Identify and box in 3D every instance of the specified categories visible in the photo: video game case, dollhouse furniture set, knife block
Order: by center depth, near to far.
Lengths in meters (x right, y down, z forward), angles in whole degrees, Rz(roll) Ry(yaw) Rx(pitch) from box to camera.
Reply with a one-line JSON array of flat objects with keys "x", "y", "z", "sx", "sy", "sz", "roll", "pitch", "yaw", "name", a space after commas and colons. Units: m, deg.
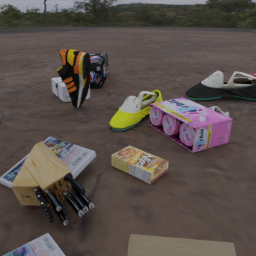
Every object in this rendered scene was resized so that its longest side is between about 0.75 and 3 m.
[{"x": 0.363, "y": 2.211, "z": 2.124, "sx": 1.918, "sy": 1.454, "sz": 2.188, "roll": 3, "pitch": 46, "yaw": 7, "name": "dollhouse furniture set"}, {"x": -1.252, "y": 1.914, "z": 3.658, "sx": 0.930, "sy": 0.121, "sz": 1.022, "roll": -19, "pitch": 31, "yaw": -35, "name": "video game case"}, {"x": -1.194, "y": 0.900, "z": 4.919, "sx": 1.398, "sy": 0.509, "sz": 1.592, "roll": -3, "pitch": 36, "yaw": 10, "name": "knife block"}, {"x": -1.619, "y": 0.805, "z": 5.745, "sx": 1.351, "sy": 0.170, "sz": 1.483, "roll": 14, "pitch": 42, "yaw": 29, "name": "video game case"}]

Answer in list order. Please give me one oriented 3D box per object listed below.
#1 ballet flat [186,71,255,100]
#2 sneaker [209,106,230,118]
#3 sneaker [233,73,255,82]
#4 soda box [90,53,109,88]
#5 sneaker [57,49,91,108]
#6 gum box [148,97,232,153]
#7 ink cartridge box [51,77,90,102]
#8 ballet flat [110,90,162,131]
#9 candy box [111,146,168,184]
[{"x": 3.689, "y": -1.618, "z": 10.508, "sx": 2.998, "sy": 1.026, "sz": 1.019, "roll": 0, "pitch": 25, "yaw": 1, "name": "ballet flat"}, {"x": 2.365, "y": -0.386, "z": 8.131, "sx": 0.523, "sy": 0.696, "sz": 1.396, "roll": -27, "pitch": 33, "yaw": -32, "name": "sneaker"}, {"x": 4.869, "y": -1.864, "z": 11.489, "sx": 1.824, "sy": 0.650, "sz": 1.026, "roll": 5, "pitch": 27, "yaw": -9, "name": "sneaker"}, {"x": -1.505, "y": -2.732, "z": 12.963, "sx": 0.943, "sy": 1.054, "sz": 2.979, "roll": -2, "pitch": 23, "yaw": 2, "name": "soda box"}, {"x": -1.787, "y": -1.596, "z": 9.022, "sx": 0.975, "sy": 2.166, "sz": 0.758, "roll": 19, "pitch": 48, "yaw": 3, "name": "sneaker"}, {"x": 1.580, "y": -0.188, "z": 7.663, "sx": 1.203, "sy": 0.701, "sz": 2.121, "roll": -12, "pitch": 26, "yaw": -25, "name": "gum box"}, {"x": -2.224, "y": -1.550, "z": 10.850, "sx": 1.065, "sy": 0.620, "sz": 1.473, "roll": -13, "pitch": 27, "yaw": -27, "name": "ink cartridge box"}, {"x": 0.300, "y": -0.664, "z": 8.620, "sx": 0.797, "sy": 0.799, "sz": 2.385, "roll": 21, "pitch": 32, "yaw": 34, "name": "ballet flat"}, {"x": 0.242, "y": 0.763, "z": 6.020, "sx": 1.082, "sy": 0.299, "sz": 0.625, "roll": 19, "pitch": 29, "yaw": 37, "name": "candy box"}]
